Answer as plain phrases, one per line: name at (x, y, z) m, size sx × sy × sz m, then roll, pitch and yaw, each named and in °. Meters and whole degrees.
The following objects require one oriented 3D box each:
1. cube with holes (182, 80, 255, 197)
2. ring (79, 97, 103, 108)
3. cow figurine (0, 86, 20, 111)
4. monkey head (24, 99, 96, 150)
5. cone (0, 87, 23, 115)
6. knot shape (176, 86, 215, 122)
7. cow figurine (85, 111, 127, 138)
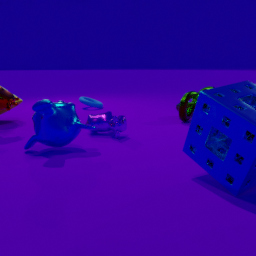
cube with holes at (1.847, 0.098, 4.544) m, size 1.194 × 1.194 × 1.194 m, roll -15°, pitch 41°, yaw -31°
ring at (-1.653, -1.145, 12.554) m, size 1.106 × 0.221 × 1.106 m, roll 18°, pitch 12°, yaw -4°
cow figurine at (-3.758, -0.470, 7.664) m, size 1.416 × 1.439 × 0.790 m, roll 6°, pitch 32°, yaw -18°
monkey head at (-1.635, -0.089, 6.204) m, size 1.702 × 1.026 × 1.224 m, roll -16°, pitch -7°, yaw 1°
cone at (-4.541, -1.195, 9.198) m, size 1.499 × 1.505 × 1.499 m, roll -28°, pitch 8°, yaw 5°
knot shape at (2.236, -0.791, 9.654) m, size 1.557 × 0.769 × 1.664 m, roll -19°, pitch -16°, yaw -44°
cow figurine at (-0.621, -0.107, 7.733) m, size 1.164 × 0.639 × 1.145 m, roll -7°, pitch 16°, yaw -2°
